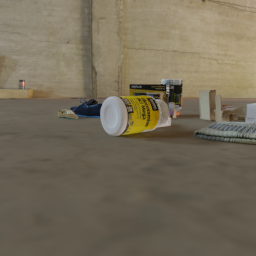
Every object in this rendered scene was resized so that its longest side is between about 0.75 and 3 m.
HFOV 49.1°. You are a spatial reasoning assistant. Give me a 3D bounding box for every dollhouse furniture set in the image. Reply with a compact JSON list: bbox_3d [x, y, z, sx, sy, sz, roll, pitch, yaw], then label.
[{"bbox_3d":[4.929,-1.223,13.263,2.864,1.398,2.442,-8,9,-16],"label":"dollhouse furniture set"},{"bbox_3d":[1.165,-1.083,13.794,1.806,1.248,1.913,6,10,35],"label":"dollhouse furniture set"}]

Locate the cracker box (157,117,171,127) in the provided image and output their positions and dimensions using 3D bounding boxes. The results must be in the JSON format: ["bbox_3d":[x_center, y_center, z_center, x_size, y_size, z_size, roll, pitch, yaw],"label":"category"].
[{"bbox_3d":[0.995,-0.246,11.019,1.224,0.353,0.820,-6,10,-42],"label":"cracker box"}]

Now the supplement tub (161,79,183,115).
[{"bbox_3d":[2.450,-1.740,15.803,1.222,1.995,1.222,0,7,0],"label":"supplement tub"}]

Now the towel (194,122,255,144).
[{"bbox_3d":[3.501,0.082,8.469,2.394,0.413,2.305,6,10,34],"label":"towel"}]

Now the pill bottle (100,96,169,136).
[{"bbox_3d":[0.296,-0.454,9.294,2.192,1.232,1.232,-7,11,-39],"label":"pill bottle"}]

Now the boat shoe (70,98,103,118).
[{"bbox_3d":[-1.794,-1.076,14.719,2.827,0.970,1.189,3,9,24],"label":"boat shoe"}]

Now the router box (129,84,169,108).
[{"bbox_3d":[1.145,-1.554,15.464,2.188,1.720,0.571,4,9,26],"label":"router box"}]

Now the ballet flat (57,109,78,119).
[{"bbox_3d":[-3.044,-0.703,13.986,1.351,0.441,0.476,5,9,32],"label":"ballet flat"}]

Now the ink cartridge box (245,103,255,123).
[{"bbox_3d":[6.014,-0.625,11.910,1.474,0.847,2.031,6,10,35],"label":"ink cartridge box"}]
